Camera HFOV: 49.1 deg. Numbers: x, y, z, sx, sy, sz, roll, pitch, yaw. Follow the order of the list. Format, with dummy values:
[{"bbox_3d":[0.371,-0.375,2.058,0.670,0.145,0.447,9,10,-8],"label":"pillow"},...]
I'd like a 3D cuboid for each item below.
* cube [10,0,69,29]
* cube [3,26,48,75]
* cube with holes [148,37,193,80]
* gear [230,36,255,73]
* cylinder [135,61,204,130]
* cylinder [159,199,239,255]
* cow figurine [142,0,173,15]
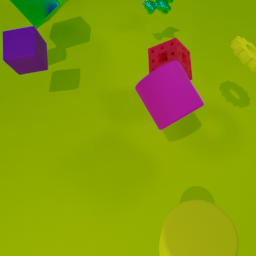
[{"bbox_3d":[-2.932,-4.351,9.400,1.240,1.240,1.240,-32,24,25],"label":"cube"},{"bbox_3d":[-2.831,-2.131,7.786,0.902,0.902,0.902,-9,74,4],"label":"cube"},{"bbox_3d":[1.155,-1.756,7.680,0.872,0.872,0.872,-13,70,34],"label":"cube with holes"},{"bbox_3d":[2.961,-1.694,6.672,1.188,0.220,1.188,23,41,-22],"label":"gear"},{"bbox_3d":[0.952,-0.739,6.515,1.191,1.191,1.191,-29,86,-18],"label":"cylinder"},{"bbox_3d":[0.888,1.536,3.727,0.911,0.911,0.911,-1,56,2],"label":"cylinder"},{"bbox_3d":[1.036,-4.285,9.537,0.965,0.539,0.981,24,85,-12],"label":"cow figurine"}]
